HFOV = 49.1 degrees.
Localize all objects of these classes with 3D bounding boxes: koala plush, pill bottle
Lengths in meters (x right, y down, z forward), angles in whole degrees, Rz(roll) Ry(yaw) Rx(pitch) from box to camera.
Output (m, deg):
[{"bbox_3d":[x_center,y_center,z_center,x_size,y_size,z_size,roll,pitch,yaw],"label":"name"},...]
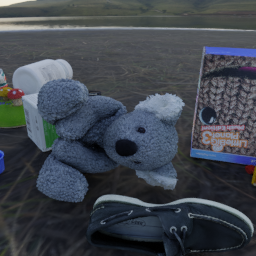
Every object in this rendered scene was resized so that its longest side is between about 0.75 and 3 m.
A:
[{"bbox_3d":[-0.188,0.208,6.507,2.910,2.581,2.674,2,6,14],"label":"koala plush"},{"bbox_3d":[-3.815,-2.325,13.013,1.572,1.572,2.749,9,26,19],"label":"pill bottle"}]

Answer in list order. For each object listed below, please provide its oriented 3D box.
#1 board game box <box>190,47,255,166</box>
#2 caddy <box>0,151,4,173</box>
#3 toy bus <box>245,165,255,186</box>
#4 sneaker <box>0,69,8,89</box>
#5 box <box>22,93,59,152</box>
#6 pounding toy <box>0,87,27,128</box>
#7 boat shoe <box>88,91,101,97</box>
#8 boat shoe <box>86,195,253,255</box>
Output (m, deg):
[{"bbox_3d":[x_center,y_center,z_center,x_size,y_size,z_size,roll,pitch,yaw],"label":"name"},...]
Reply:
[{"bbox_3d":[3.019,-0.608,7.611,2.288,2.870,1.390,7,25,12],"label":"board game box"},{"bbox_3d":[-3.718,0.907,7.129,0.785,0.583,1.111,20,31,36],"label":"caddy"},{"bbox_3d":[3.693,1.001,6.670,1.441,0.789,1.527,4,25,8],"label":"toy bus"},{"bbox_3d":[-6.802,-2.230,13.415,0.799,1.061,2.269,10,26,21],"label":"sneaker"},{"bbox_3d":[-2.390,-0.273,8.695,1.227,1.425,1.432,-17,30,-33],"label":"box"},{"bbox_3d":[-4.209,-1.065,10.669,2.034,1.223,2.635,5,25,11],"label":"pounding toy"},{"bbox_3d":[-1.926,-1.486,12.421,1.770,0.534,0.654,14,28,28],"label":"boat shoe"},{"bbox_3d":[0.577,1.767,4.679,2.817,1.053,0.934,6,25,17],"label":"boat shoe"}]
